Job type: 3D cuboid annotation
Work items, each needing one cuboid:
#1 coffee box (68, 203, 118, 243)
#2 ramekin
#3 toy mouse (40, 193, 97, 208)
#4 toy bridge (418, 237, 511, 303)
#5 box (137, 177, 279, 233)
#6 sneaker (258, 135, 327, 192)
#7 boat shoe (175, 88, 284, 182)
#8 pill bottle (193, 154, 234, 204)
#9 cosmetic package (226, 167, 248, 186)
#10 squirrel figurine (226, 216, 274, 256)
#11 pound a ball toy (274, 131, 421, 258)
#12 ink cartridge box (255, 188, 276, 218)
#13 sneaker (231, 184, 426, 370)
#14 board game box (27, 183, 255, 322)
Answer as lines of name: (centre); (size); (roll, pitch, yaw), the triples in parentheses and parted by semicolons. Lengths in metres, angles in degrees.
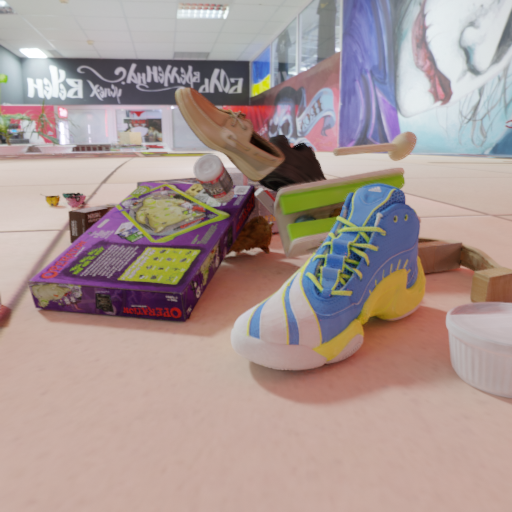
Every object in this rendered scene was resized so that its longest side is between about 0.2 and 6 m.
coffee box: (-3.525, -0.733, 12.527); (0.513, 0.736, 1.288); (7, 15, 27)
ramekin: (2.618, 0.959, 5.757); (1.328, 0.618, 1.328); (0, 14, 0)
toy mouse: (-5.765, -1.752, 17.604); (1.546, 0.337, 1.740); (-10, 17, -34)
toy bridge: (3.048, 0.027, 9.752); (1.275, 0.516, 3.792); (-8, 15, -22)
box: (-0.621, -1.394, 14.651); (3.296, 1.006, 4.161); (-13, 18, -42)
sneaker: (0.962, -1.558, 10.691); (0.875, 1.045, 2.303); (-4, -18, 37)
boat shoe: (-0.373, -1.945, 8.639); (0.682, 2.101, 0.758); (-30, 45, 24)
pill bottle: (-0.662, -1.236, 9.210); (0.492, 0.492, 0.889); (5, -23, 19)
cosmetic package: (-0.552, -1.815, 13.231); (0.647, 0.471, 1.273); (1, 13, 2)
squirrel figurine: (-0.198, -0.365, 10.869); (1.279, 0.970, 1.370); (8, 3, -26)
pound a ball toy: (1.670, -1.050, 9.996); (2.677, 1.745, 1.137); (-11, -17, -8)
ink cartridge box: (0.390, -0.871, 10.644); (0.213, 0.952, 0.838); (-44, 12, 1)
sneaker: (0.975, 0.074, 6.814); (1.325, 1.838, 3.500); (11, 17, 37)
board game box: (-1.569, -0.281, 9.116); (2.319, 0.624, 3.863); (7, 30, 12)
